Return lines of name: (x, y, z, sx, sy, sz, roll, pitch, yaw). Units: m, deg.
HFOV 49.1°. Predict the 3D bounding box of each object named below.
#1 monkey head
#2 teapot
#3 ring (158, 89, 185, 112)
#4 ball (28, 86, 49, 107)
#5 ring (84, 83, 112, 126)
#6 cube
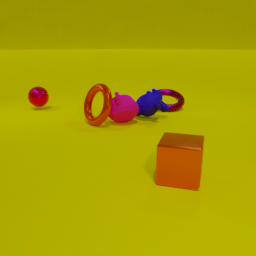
monkey head: (0.850, -0.734, 9.738, 0.956, 1.142, 1.587, -57, 20, -24)
teapot: (-0.179, -0.671, 9.235, 1.033, 0.813, 1.661, -16, -26, 6)
ring: (1.566, -1.140, 11.320, 1.452, 0.290, 1.452, 1, 39, -1)
ball: (-3.555, -1.244, 11.129, 0.812, 0.812, 0.812, 0, 17, 0)
ring: (-0.992, -0.763, 9.077, 0.277, 1.387, 1.387, 9, 8, -41)
cube: (1.036, 0.620, 5.513, 0.829, 0.829, 0.829, 5, 18, 16)
